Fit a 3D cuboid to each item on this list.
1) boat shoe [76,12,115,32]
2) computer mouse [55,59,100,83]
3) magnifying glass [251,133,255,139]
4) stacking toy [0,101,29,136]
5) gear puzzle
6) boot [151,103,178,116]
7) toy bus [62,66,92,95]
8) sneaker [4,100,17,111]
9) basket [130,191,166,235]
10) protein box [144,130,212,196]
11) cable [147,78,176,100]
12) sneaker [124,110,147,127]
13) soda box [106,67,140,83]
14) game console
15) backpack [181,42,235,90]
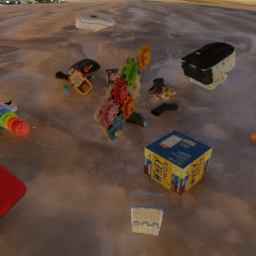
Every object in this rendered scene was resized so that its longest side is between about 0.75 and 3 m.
[{"bbox_3d":[-1.525,-4.830,12.947,2.034,0.710,0.721,-18,66,-43],"label":"boat shoe"},{"bbox_3d":[-2.479,-3.351,15.934,2.081,0.682,2.964,24,39,36],"label":"computer mouse"},{"bbox_3d":[5.537,0.321,10.225,1.982,0.222,0.789,1,31,0],"label":"magnifying glass"},{"bbox_3d":[-4.588,-0.281,10.820,2.087,0.891,0.891,28,40,27],"label":"stacking toy"},{"bbox_3d":[0.087,-1.071,7.707,0.386,1.527,2.948,15,65,25],"label":"gear puzzle"},{"bbox_3d":[1.565,-0.777,11.952,0.815,0.324,0.988,10,26,37],"label":"boot"},{"bbox_3d":[-2.409,-2.309,14.046,1.491,0.816,1.580,-8,52,35],"label":"toy bus"},{"bbox_3d":[-5.367,-0.831,11.862,0.482,0.529,1.290,19,36,29],"label":"sneaker"},{"bbox_3d":[0.447,2.032,6.832,0.891,0.703,1.010,6,53,7],"label":"basket"},{"bbox_3d":[1.466,0.977,8.404,1.435,0.968,1.425,-27,40,-37],"label":"protein box"},{"bbox_3d":[1.488,-1.923,13.974,1.257,0.651,2.588,-16,19,0],"label":"cable"},{"bbox_3d":[0.181,-0.353,11.186,0.648,0.579,1.582,-33,36,-15],"label":"sneaker"},{"bbox_3d":[-0.260,-2.855,15.130,1.827,0.647,0.579,-6,29,-8],"label":"soda box"},{"bbox_3d":[-4.546,2.074,7.276,2.380,1.639,2.762,38,38,1],"label":"game console"},{"bbox_3d":[4.284,-3.293,14.453,2.440,1.870,2.145,-40,40,-10],"label":"backpack"}]
